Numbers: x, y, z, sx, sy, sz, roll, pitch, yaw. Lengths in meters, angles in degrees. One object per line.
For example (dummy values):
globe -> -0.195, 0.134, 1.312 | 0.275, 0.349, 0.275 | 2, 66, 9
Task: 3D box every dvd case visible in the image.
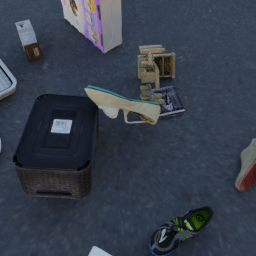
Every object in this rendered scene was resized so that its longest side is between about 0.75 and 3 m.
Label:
dvd case -> 1.328, -0.934, 9.768 | 0.963, 0.103, 1.296 | -12, 58, -7

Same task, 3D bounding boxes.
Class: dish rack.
dish rack -> -5.325, -1.401, 9.815 | 2.505, 0.545, 2.150 | -34, 62, -19

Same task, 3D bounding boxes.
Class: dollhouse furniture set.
dollhouse furniture set -> 1.050, -1.903, 9.408 | 1.312, 1.731, 1.974 | -3, 25, -1

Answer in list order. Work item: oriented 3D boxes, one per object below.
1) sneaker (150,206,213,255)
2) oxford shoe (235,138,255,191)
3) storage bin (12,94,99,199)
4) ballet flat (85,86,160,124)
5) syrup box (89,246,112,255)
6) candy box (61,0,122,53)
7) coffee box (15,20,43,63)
sneaker -> 1.368, 2.526, 7.135 | 1.937, 0.803, 0.687 | -26, 59, -16
oxford shoe -> 3.613, 1.065, 8.313 | 1.847, 0.650, 0.691 | -47, 36, -19
storage bin -> -1.833, 0.414, 7.833 | 1.864, 1.293, 2.757 | 4, 46, -2
ballet flat -> -0.137, -0.576, 8.135 | 2.444, 0.849, 0.849 | 12, 54, -24
syrup box -> -0.029, 3.694, 6.311 | 2.264, 0.922, 0.891 | 23, 58, 15
candy box -> -1.502, -4.779, 10.845 | 1.039, 2.436, 2.904 | -35, 64, -20
coffee box -> -3.851, -3.391, 10.921 | 0.583, 0.836, 1.463 | -20, 61, -13
